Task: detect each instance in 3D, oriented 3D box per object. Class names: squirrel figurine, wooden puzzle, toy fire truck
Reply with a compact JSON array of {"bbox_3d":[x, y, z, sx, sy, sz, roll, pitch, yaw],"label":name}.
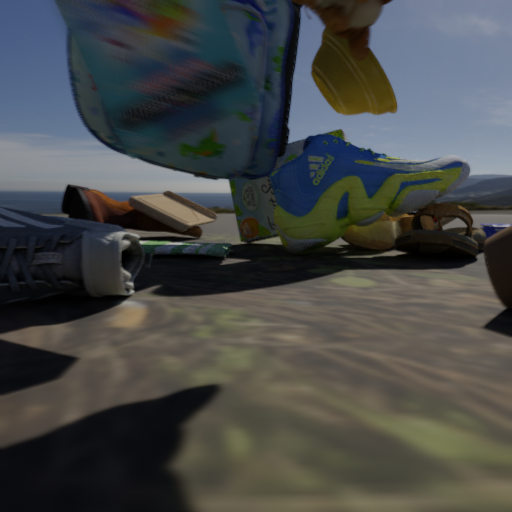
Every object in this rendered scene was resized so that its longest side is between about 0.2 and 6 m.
[{"bbox_3d":[0.607,-2.474,5.052,1.045,1.120,0.792,2,-35,-30],"label":"squirrel figurine"},{"bbox_3d":[-1.982,-1.055,13.459,1.625,0.327,1.756,26,21,14],"label":"wooden puzzle"},{"bbox_3d":[4.286,-0.787,13.718,1.358,0.874,1.195,19,15,39],"label":"toy fire truck"}]

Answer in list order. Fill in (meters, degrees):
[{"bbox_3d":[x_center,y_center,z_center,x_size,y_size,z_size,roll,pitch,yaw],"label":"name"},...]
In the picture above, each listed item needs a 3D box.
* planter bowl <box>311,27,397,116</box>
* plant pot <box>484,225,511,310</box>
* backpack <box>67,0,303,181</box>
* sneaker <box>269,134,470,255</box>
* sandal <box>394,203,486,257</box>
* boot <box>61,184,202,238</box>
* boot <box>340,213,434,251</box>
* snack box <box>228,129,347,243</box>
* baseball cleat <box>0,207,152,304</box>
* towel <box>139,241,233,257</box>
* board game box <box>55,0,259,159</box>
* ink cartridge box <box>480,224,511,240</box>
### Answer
[{"bbox_3d":[1.764,-3.554,11.250,0.962,2.309,2.309,-35,2,6],"label":"planter bowl"},{"bbox_3d":[2.258,0.041,4.196,0.901,1.034,1.034,-19,-6,33],"label":"plant pot"},{"bbox_3d":[-1.284,-3.121,9.563,3.717,3.401,2.731,10,26,7],"label":"backpack"},{"bbox_3d":[1.769,-1.387,9.142,3.429,1.801,1.299,-22,-4,-12],"label":"sneaker"},{"bbox_3d":[3.143,-0.458,9.294,1.268,0.852,3.156,3,6,31],"label":"sandal"},{"bbox_3d":[-2.773,-0.690,12.951,3.122,1.069,2.939,13,6,-26],"label":"boot"},{"bbox_3d":[2.066,-0.459,10.716,2.275,0.801,1.629,-4,-2,-29],"label":"boot"},{"bbox_3d":[0.751,-1.358,11.336,2.470,1.757,0.654,-12,-4,17],"label":"snack box"},{"bbox_3d":[-1.874,-0.034,4.417,1.401,0.918,2.633,3,7,28],"label":"baseball cleat"},{"bbox_3d":[-1.277,-0.086,8.999,1.695,0.198,1.293,1,6,4],"label":"towel"},{"bbox_3d":[-0.893,-1.901,4.935,1.272,1.686,0.396,-24,5,-2],"label":"board game box"},{"bbox_3d":[5.728,-0.569,13.288,0.738,0.347,1.571,3,6,19],"label":"ink cartridge box"}]
